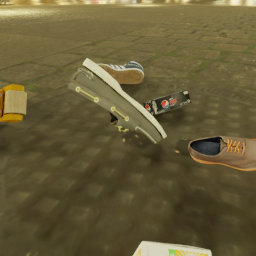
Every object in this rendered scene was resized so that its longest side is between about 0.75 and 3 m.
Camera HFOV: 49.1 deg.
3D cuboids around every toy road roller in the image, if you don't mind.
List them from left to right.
[{"bbox_3d":[-3.199,-0.586,6.807,1.376,0.846,1.004,-5,-8,41],"label":"toy road roller"}]

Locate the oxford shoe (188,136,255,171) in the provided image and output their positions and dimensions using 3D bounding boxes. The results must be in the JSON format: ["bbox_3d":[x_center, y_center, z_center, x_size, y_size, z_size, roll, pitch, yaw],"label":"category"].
[{"bbox_3d":[1.864,0.420,4.937,1.614,0.576,0.588,-2,-18,23],"label":"oxford shoe"}]

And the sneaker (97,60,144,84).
[{"bbox_3d":[-0.372,-2.103,10.395,2.017,0.707,1.094,7,30,6],"label":"sneaker"}]

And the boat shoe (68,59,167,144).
[{"bbox_3d":[-0.170,-0.394,6.090,0.747,2.500,0.893,-50,24,-1],"label":"boat shoe"}]

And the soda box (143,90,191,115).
[{"bbox_3d":[1.108,-0.706,7.904,1.318,0.417,0.466,-18,5,-26],"label":"soda box"}]

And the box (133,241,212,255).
[{"bbox_3d":[0.376,1.860,2.412,0.730,0.811,1.441,12,39,-11],"label":"box"}]
